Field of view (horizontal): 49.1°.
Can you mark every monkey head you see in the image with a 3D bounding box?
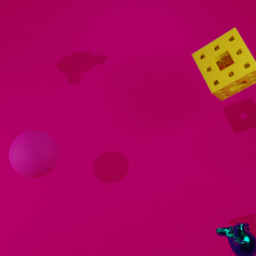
[{"bbox_3d":[2.115,2.213,5.448,0.751,1.043,0.629,-10,48,18],"label":"monkey head"}]

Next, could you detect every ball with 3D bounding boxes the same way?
[{"bbox_3d":[-1.842,0.516,5.560,0.957,0.957,0.957,0,68,0],"label":"ball"}]

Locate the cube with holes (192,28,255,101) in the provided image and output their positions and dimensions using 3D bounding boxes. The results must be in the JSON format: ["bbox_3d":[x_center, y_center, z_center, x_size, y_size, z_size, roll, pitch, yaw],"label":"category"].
[{"bbox_3d":[1.933,-1.179,5.431,0.874,0.874,0.874,-30,72,24],"label":"cube with holes"}]
